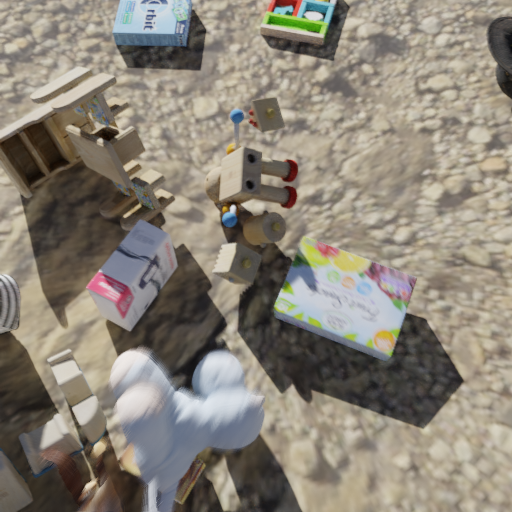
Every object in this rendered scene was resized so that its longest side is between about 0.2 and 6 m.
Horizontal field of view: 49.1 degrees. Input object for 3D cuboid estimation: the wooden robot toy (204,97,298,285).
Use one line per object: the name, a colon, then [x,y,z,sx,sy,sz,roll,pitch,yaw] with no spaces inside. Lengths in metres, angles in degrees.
wooden robot toy: [-0.236,-1.025,9.231,1.359,1.399,3.084,10,79,-35]

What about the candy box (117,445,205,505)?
candy box: [-1.247,2.748,7.405,0.996,0.276,0.575,24,59,18]

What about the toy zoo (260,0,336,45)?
toy zoo: [1.002,-5.406,12.059,1.357,0.212,2.069,13,62,8]

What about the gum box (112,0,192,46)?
gum box: [-2.147,-4.962,11.739,1.489,0.332,1.266,2,61,1]

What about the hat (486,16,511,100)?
hat: [5.177,-3.386,10.454,2.390,0.964,2.390,7,57,-10]

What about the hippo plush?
hippo plush: [-0.751,1.934,6.945,1.708,1.692,2.124,-16,55,-14]

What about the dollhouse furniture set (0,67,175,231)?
dollhouse furniture set: [-2.925,-1.580,8.874,1.659,2.188,2.497,-40,42,-21]

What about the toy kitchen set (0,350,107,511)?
toy kitchen set: [-2.938,2.317,7.513,1.673,0.985,1.340,-26,47,-22]

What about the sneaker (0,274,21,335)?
sneaker: [-4.373,1.400,7.798,3.081,1.773,1.163,-43,77,14]

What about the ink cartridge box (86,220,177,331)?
ink cartridge box: [-1.814,0.291,8.419,0.568,0.975,1.346,25,62,15]

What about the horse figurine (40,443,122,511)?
horse figurine: [-1.661,3.310,6.595,0.624,1.656,2.499,-23,51,-38]

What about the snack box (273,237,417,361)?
snack box: [1.322,0.632,8.421,1.807,0.479,1.285,20,73,10]
